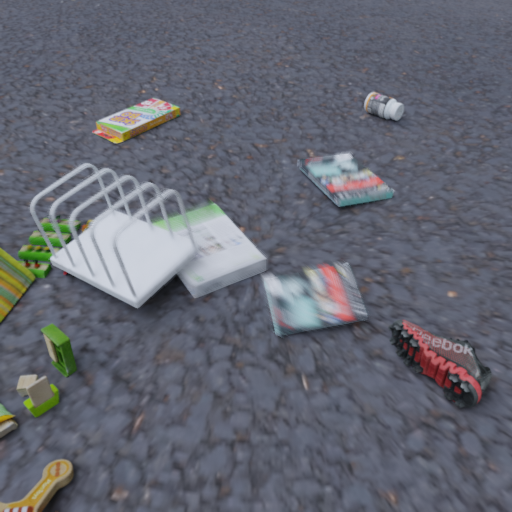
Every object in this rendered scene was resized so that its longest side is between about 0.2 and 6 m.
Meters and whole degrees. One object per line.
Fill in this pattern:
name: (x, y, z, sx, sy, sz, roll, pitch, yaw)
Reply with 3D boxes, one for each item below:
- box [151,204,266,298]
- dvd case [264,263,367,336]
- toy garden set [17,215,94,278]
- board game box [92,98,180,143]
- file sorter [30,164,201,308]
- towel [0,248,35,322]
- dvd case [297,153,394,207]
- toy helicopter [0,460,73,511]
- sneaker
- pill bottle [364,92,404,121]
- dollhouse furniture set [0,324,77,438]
box: (-0.922, -0.155, 10.252, 1.432, 0.361, 1.985, -20, 45, -22)
dvd case: (0.927, 0.681, 8.962, 1.450, 0.160, 1.058, -10, 52, -5)
toy garden set: (-3.622, -0.233, 10.341, 1.340, 0.321, 1.607, 5, 40, 6)
board game box: (-3.107, -3.530, 14.539, 1.041, 0.327, 2.179, 27, 49, 31)
file sorter: (-2.360, -0.475, 9.248, 2.228, 1.387, 1.546, 20, 49, 33)
towel: (-4.497, 0.824, 8.559, 1.166, 0.245, 2.710, 41, 35, -18)
dvd case: (1.911, -1.697, 12.199, 1.361, 0.205, 1.865, -12, 40, -22)
toy helicopter: (-2.519, 2.896, 6.295, 0.992, 0.592, 1.500, 7, 28, 17)
sneaker: (2.667, 1.431, 8.079, 0.795, 0.575, 1.628, -26, 48, -28)
pill bottle: (3.387, -3.939, 14.822, 0.944, 0.549, 0.549, 31, 48, 32)
dollhouse furniture set: (-3.340, 1.764, 7.547, 0.927, 0.716, 1.854, 30, 48, 33)
